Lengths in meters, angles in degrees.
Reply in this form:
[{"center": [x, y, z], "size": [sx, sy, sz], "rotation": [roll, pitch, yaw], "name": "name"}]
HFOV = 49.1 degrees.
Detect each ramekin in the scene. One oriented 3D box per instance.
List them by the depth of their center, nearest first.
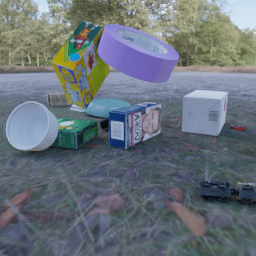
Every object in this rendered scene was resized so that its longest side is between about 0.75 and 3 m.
[{"center": [-2.924, 0.005, 8.768], "size": [1.530, 1.530, 0.803], "rotation": [5, -12, 17], "name": "ramekin"}]

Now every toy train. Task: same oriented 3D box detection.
[{"center": [2.682, 1.356, 5.822], "size": [2.414, 0.412, 0.553], "rotation": [2, 3, 12], "name": "toy train"}]

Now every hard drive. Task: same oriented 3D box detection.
[{"center": [-0.050, -0.576, 11.904], "size": [1.603, 0.378, 2.297], "rotation": [-20, 5, 23], "name": "hard drive"}]

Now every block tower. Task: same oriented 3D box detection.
[{"center": [-3.522, -1.812, 17.124], "size": [2.669, 0.721, 0.771], "rotation": [-7, 15, -23], "name": "block tower"}]

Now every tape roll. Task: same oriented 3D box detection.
[{"center": [0.323, -2.366, 8.765], "size": [2.449, 0.803, 2.449], "rotation": [18, 30, -11], "name": "tape roll"}]

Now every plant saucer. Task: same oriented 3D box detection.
[{"center": [-0.941, -1.112, 14.501], "size": [2.648, 0.476, 2.648], "rotation": [3, 18, -1], "name": "plant saucer"}]

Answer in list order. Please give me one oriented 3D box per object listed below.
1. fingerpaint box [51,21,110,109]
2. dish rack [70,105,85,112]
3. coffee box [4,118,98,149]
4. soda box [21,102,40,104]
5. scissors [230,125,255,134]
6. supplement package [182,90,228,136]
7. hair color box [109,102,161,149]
[{"center": [-1.503, -2.061, 9.529], "size": [0.835, 1.899, 2.276], "rotation": [22, -23, 13], "name": "fingerpaint box"}, {"center": [-2.311, -1.221, 15.687], "size": [1.327, 0.337, 1.546], "rotation": [11, 17, 38], "name": "dish rack"}, {"center": [-2.699, 0.098, 10.057], "size": [2.843, 0.625, 1.748], "rotation": [5, 15, 17], "name": "coffee box"}, {"center": [-5.528, -1.293, 15.932], "size": [1.022, 0.324, 0.362], "rotation": [-1, 14, -5], "name": "soda box"}, {"center": [4.615, 0.102, 11.157], "size": [0.540, 0.103, 1.476], "rotation": [1, 16, -7], "name": "scissors"}, {"center": [3.225, -0.716, 11.559], "size": [1.423, 1.441, 2.377], "rotation": [7, 16, 24], "name": "supplement package"}, {"center": [0.321, -0.172, 9.926], "size": [0.732, 1.209, 2.418], "rotation": [9, 17, 32], "name": "hair color box"}]
